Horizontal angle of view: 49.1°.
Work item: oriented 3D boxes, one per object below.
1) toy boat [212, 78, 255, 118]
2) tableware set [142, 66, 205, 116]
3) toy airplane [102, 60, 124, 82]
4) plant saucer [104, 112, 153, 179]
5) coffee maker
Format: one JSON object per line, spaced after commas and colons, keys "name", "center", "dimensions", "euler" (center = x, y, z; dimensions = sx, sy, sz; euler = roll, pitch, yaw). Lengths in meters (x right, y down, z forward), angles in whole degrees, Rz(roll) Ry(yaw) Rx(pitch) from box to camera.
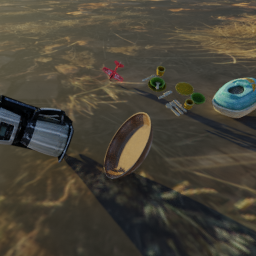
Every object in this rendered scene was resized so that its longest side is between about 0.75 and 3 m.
{"name": "toy boat", "center": [3.808, -0.959, 8.429], "dimensions": [2.221, 1.032, 1.867], "euler": [24, 50, 38]}
{"name": "tableware set", "center": [1.492, -1.296, 9.015], "dimensions": [1.315, 0.300, 1.953], "euler": [-27, 60, -24]}
{"name": "toy airplane", "center": [-0.511, -2.203, 10.777], "dimensions": [0.914, 0.914, 0.168], "euler": [1, 29, 2]}
{"name": "plant saucer", "center": [0.054, 0.426, 6.283], "dimensions": [0.300, 1.643, 1.643], "euler": [32, 23, -24]}
{"name": "coffee maker", "center": [-2.317, 0.018, 6.575], "dimensions": [1.711, 1.153, 1.644], "euler": [19, -9, -25]}
